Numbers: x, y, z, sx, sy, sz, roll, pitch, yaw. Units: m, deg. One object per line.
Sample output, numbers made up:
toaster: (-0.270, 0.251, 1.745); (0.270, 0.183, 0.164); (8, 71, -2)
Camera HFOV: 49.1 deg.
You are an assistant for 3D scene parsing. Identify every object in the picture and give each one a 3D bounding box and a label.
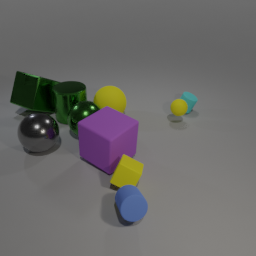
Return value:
ball: (-0.761, -1.073, 11.803); (1.400, 1.400, 1.400); (0, 31, 0)
cube: (-0.643, 0.358, 9.182); (1.400, 1.400, 1.400); (27, 41, 28)
cube: (-3.964, -1.537, 12.120); (1.400, 1.400, 1.400); (18, 7, 27)
ball: (-3.110, 0.152, 9.771); (1.400, 1.400, 1.400); (0, 31, 0)
ball: (2.083, -0.835, 11.439); (0.700, 0.700, 0.700); (0, 31, 0)
cube: (-0.022, 1.322, 8.193); (0.700, 0.700, 0.700); (27, 19, 0)
cylinder: (0.072, 1.887, 7.083); (0.700, 0.700, 0.700); (-7, 12, -12)
ball: (-1.583, -0.337, 10.591); (1.400, 1.400, 1.400); (0, 31, 0)
cylinder: (2.588, -1.120, 12.328); (0.700, 0.700, 0.700); (18, 35, -13)
cylinder: (-2.416, -1.083, 11.814); (1.400, 1.400, 1.400); (0, 31, 0)
